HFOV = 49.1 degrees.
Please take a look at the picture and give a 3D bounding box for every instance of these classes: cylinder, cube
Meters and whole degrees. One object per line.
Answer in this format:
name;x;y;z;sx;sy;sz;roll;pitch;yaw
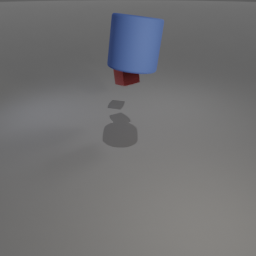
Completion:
cylinder;0.189;-2.326;7.680;1.400;1.400;1.400;6;22;-3
cube;-0.058;-1.990;10.400;0.700;0.700;0.700;-18;23;-27
